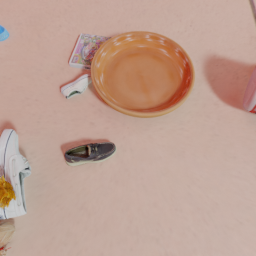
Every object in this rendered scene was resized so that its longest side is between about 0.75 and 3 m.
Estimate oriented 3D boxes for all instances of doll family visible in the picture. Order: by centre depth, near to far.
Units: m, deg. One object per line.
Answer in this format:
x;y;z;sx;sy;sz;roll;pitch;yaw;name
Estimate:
-3.248;1.311;5.521;1.845;1.339;2.972;-24;64;-12;doll family

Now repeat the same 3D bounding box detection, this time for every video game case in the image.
-0.690;-2.199;8.282;1.812;0.163;1.298;10;60;5;video game case

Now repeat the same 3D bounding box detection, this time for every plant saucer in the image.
0.391;-1.431;7.533;2.749;0.515;2.749;1;64;-3;plant saucer

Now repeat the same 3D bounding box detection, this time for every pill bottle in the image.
4.215;-0.733;6.683;2.472;1.432;1.432;19;61;11;pill bottle

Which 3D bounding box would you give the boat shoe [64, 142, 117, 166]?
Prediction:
-0.870;0.566;6.514;1.231;0.399;0.443;-11;60;-7;boat shoe

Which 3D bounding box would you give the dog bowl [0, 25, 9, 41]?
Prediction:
-4.133;-3.045;8.747;0.896;0.222;0.499;33;65;19;dog bowl

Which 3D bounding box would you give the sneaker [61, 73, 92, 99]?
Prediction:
-1.285;-1.104;7.561;1.028;0.375;0.364;-31;73;-7;sneaker

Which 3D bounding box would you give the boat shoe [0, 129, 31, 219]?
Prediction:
-2.472;0.955;6.181;0.654;0.737;2.003;-4;69;-9;boat shoe
